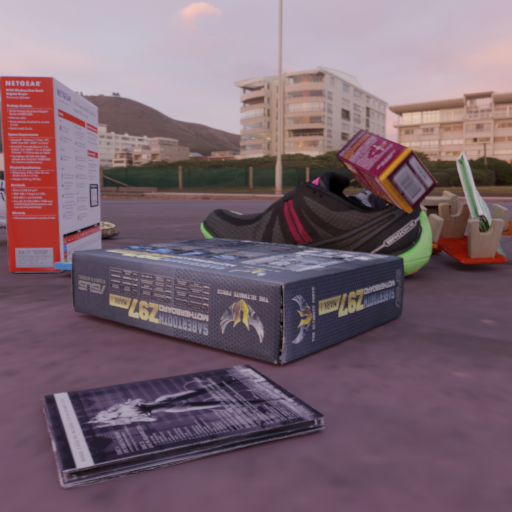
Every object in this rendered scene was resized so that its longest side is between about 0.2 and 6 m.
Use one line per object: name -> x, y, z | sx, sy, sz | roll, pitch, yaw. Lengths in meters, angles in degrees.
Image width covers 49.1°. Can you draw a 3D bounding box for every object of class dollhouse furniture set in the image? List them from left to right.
dollhouse furniture set -> 3.000, -0.250, 8.557 | 2.145, 1.105, 2.122 | -1, 18, -5

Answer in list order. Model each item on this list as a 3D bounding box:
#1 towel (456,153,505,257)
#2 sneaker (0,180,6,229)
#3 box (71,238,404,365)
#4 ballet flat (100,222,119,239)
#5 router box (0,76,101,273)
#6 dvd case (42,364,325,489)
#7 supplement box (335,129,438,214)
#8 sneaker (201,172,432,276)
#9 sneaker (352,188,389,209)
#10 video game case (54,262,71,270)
towel -> 3.369, -0.689, 8.376 | 0.183, 1.193, 1.564 | -21, -35, 26
sneaker -> -5.694, -0.784, 10.802 | 1.346, 2.058, 3.581 | 6, -25, 38
box -> -0.170, 0.250, 4.905 | 2.346, 0.598, 1.850 | 6, 8, 38
ballet flat -> -3.941, -0.664, 12.830 | 2.128, 0.493, 0.717 | 6, 9, 39
router box -> -3.034, -1.203, 8.674 | 0.700, 2.571, 2.864 | 0, 6, -4
dvd case -> -0.389, 0.771, 2.746 | 1.174, 0.094, 0.873 | -3, 8, -25
supplement box -> 1.517, -1.026, 6.642 | 0.625, 0.485, 1.133 | 42, 4, -31
sneaker -> 0.760, -0.471, 7.681 | 3.208, 1.344, 1.231 | 3, 8, 22
sneaker -> 1.716, -0.957, 10.078 | 1.875, 1.067, 0.708 | 31, 0, -29
video game case -> -1.872, 0.149, 7.292 | 1.178, 0.105, 0.843 | 2, -1, 21
